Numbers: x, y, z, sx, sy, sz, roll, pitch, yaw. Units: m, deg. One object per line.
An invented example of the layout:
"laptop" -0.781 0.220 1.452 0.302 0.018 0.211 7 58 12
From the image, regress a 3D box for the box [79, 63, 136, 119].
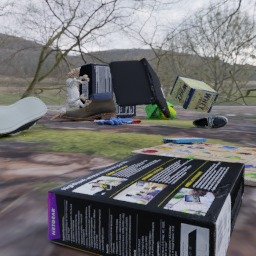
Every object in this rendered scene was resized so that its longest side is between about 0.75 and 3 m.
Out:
"box" -1.148 -2.050 15.993 2.904 2.928 1.804 -3 6 -34

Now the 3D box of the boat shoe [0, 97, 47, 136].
"boat shoe" -3.440 -0.160 7.913 0.811 1.017 2.689 -45 -12 31

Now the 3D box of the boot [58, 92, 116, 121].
"boot" -1.988 -1.086 13.788 2.935 1.422 1.096 -3 6 -26

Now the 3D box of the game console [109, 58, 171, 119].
"game console" 0.278 -0.865 6.374 0.797 1.370 1.205 -24 -37 18

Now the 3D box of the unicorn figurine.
"unicorn figurine" -2.311 -1.341 11.782 1.517 2.208 0.816 -4 -16 35

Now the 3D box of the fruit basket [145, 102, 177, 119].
"fruit basket" 1.826 -0.815 14.651 1.576 1.137 1.576 24 35 -18

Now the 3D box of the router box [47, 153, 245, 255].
"router box" 0.299 0.570 2.391 1.175 0.402 1.576 3 6 28

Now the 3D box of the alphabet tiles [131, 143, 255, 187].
"alphabet tiles" 1.564 0.496 4.706 2.828 0.090 2.354 5 8 40

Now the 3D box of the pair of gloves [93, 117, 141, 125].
"pair of gloves" -0.518 -0.310 12.149 1.992 0.227 1.601 -4 7 -41

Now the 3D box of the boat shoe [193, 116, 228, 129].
"boat shoe" 2.875 -0.206 9.887 0.382 0.463 1.236 -4 5 -45

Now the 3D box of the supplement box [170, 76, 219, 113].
"supplement box" 2.448 -1.256 10.453 1.213 0.814 1.212 6 30 -25

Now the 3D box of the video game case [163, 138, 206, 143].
"video game case" 1.265 0.278 6.399 0.678 0.084 0.947 -1 -1 -11
